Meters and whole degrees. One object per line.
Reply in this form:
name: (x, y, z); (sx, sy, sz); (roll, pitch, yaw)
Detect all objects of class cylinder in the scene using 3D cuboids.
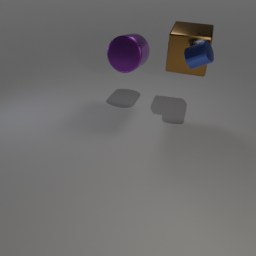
cylinder: (2.235, -2.290, 8.805); (0.700, 0.700, 0.700); (-14, 19, 38)
cylinder: (0.040, -3.032, 11.250); (1.400, 1.400, 1.400); (9, 24, 14)

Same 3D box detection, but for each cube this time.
cube: (2.204, -2.852, 10.020); (1.400, 1.400, 1.400); (11, 39, 12)
